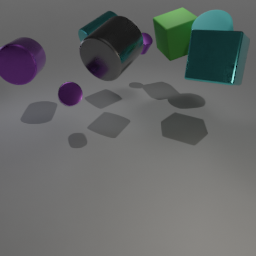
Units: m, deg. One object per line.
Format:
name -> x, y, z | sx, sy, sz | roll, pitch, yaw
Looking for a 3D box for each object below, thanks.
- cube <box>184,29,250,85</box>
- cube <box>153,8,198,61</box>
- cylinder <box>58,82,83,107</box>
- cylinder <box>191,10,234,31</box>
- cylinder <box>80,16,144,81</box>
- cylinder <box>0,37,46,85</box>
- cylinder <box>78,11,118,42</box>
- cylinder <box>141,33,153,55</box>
cube -> 2.632, -2.038, 8.233 | 1.400, 1.400, 1.400 | 13, 14, 28
cube -> 1.995, -3.862, 11.515 | 1.400, 1.400, 1.400 | -21, 43, -5
cylinder -> -1.741, -0.998, 8.392 | 0.700, 0.700, 0.700 | -9, 5, -14
cylinder -> 3.173, -3.326, 10.348 | 1.400, 1.400, 1.400 | -10, 63, 20
cylinder -> -0.457, -2.327, 8.207 | 1.400, 1.400, 1.400 | 18, 50, 25
cylinder -> -3.775, -2.398, 9.956 | 1.400, 1.400, 1.400 | -1, 27, -1
cylinder -> -0.919, -3.438, 10.591 | 1.400, 1.400, 1.400 | -39, 45, -14
cylinder -> 0.675, -3.822, 12.702 | 0.700, 0.700, 0.700 | 8, 64, -17
